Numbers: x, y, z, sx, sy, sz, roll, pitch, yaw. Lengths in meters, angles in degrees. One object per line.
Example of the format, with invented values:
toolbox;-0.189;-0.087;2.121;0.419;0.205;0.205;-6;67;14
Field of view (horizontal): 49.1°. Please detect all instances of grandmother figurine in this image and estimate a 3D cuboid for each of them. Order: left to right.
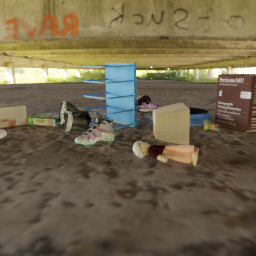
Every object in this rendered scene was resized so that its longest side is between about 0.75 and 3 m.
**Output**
grandmother figurine;0.958;0.620;7.362;1.700;0.515;1.031;6;4;17

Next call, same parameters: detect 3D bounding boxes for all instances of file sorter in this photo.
file sorter;-0.799;-1.342;11.492;1.581;2.577;1.788;-13;18;-42

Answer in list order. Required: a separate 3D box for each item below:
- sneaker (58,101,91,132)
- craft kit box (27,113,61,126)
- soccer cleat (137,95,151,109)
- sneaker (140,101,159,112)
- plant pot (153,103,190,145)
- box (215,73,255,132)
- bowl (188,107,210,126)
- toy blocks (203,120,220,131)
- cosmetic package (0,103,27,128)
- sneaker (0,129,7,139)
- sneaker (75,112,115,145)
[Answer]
sneaker;-2.114;-0.424;11.206;1.199;0.881;2.650;9;15;-21
craft kit box;-3.444;-0.399;12.513;1.436;0.353;1.454;1;12;19
soccer cleat;0.172;-1.382;16.312;2.539;0.866;0.929;-13;-5;-36
sneaker;1.264;-1.270;15.956;1.302;0.576;0.524;-7;13;-35
plant pot;1.371;-0.144;9.201;1.050;1.185;1.186;-3;15;-1
box;4.845;-1.105;11.374;1.775;2.161;1.793;-6;13;-26
bowl;2.458;-0.578;12.872;2.584;0.507;2.584;0;12;0
toy blocks;3.327;-0.084;11.064;0.545;0.398;0.797;12;13;0
cosmetic package;-5.348;-0.492;11.619;1.968;0.859;1.017;-11;17;-42
sneaker;-4.956;0.064;9.242;1.729;0.765;0.651;-4;11;-17
sneaker;-1.082;-0.023;9.079;1.427;0.998;0.555;-10;15;-38
